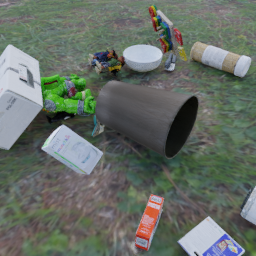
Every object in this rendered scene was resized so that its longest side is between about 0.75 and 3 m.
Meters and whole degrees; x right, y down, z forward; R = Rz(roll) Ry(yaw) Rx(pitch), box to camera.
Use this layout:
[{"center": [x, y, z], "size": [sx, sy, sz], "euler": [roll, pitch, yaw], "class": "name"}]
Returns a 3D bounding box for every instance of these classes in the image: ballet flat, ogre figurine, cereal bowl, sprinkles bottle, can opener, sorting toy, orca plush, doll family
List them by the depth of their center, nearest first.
[{"center": [-0.976, -0.073, 9.377], "size": [0.383, 0.345, 1.018], "euler": [14, 39, -14], "class": "ballet flat"}, {"center": [1.262, -3.169, 9.680], "size": [0.437, 1.244, 2.581], "euler": [-24, 47, 0], "class": "sorting toy"}, {"center": [-2.284, -0.600, 9.846], "size": [1.202, 0.427, 0.632], "euler": [-17, 45, -18], "class": "orca plush"}, {"center": [-2.237, -1.242, 9.906], "size": [1.668, 1.365, 2.783], "euler": [-5, 53, -23], "class": "ogre figurine"}, {"center": [-0.837, -2.888, 12.046], "size": [1.376, 0.934, 2.381], "euler": [-20, 43, -14], "class": "doll family"}, {"center": [3.976, -3.015, 12.194], "size": [2.487, 0.849, 0.849], "euler": [29, 50, 28], "class": "sprinkles bottle"}, {"center": [0.637, -2.968, 12.258], "size": [1.684, 0.701, 1.684], "euler": [0, 43, 0], "class": "cereal bowl"}, {"center": [1.938, -2.985, 12.486], "size": [0.390, 0.492, 1.480], "euler": [10, 38, 12], "class": "can opener"}]

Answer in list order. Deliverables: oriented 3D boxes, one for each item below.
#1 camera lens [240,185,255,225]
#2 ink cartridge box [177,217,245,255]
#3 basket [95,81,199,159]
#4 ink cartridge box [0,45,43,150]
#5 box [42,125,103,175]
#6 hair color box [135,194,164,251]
[{"center": [3.334, 1.964, 6.666], "size": [1.107, 0.885, 0.885], "euler": [29, 50, 28], "class": "camera lens"}, {"center": [1.857, 2.713, 6.340], "size": [1.082, 0.254, 1.070], "euler": [-28, 50, -25], "class": "ink cartridge box"}, {"center": [0.498, -0.445, 8.732], "size": [2.680, 1.823, 2.417], "euler": [21, 35, 27], "class": "basket"}, {"center": [-3.844, -1.029, 9.023], "size": [1.170, 2.072, 2.822], "euler": [28, 26, -38], "class": "ink cartridge box"}, {"center": [-1.113, 0.434, 5.471], "size": [0.928, 1.052, 0.508], "euler": [37, 71, -15], "class": "box"}, {"center": [0.517, 2.209, 6.609], "size": [0.352, 0.610, 1.101], "euler": [15, 45, 15], "class": "hair color box"}]
